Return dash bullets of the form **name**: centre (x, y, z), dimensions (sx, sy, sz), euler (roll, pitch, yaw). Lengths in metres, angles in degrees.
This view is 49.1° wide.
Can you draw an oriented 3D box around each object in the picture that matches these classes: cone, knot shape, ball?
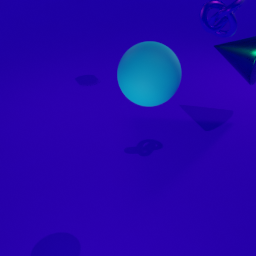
- **cone**: centre (3.402, -2.355, 8.737), dimensions (1.603, 1.597, 1.597), euler (28, 44, 31)
- **knot shape**: centre (2.224, -2.589, 6.435), dimensions (1.065, 0.997, 0.492), euler (18, 43, -42)
- **ball**: centre (0.289, -0.732, 3.839), dimensions (0.869, 0.869, 0.869), euler (0, 35, 0)
